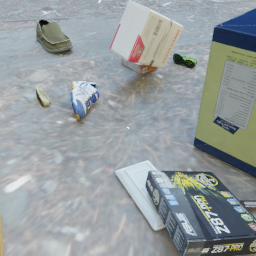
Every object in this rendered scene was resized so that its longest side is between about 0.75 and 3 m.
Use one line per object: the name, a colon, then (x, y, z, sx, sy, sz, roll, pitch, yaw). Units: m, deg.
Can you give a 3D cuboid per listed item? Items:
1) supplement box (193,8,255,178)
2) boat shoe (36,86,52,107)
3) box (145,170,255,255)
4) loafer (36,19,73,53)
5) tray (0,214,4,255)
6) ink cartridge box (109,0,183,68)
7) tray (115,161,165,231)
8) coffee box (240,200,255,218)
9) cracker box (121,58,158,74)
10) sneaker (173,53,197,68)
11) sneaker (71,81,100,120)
supplement box: (3.115, -0.524, 5.520, 2.797, 2.794, 1.878, 29, 45, 33)
boat shoe: (-2.505, -0.935, 8.220, 0.276, 0.322, 0.880, -15, 49, -26)
box: (1.180, 1.313, 4.599, 1.372, 0.418, 1.702, 2, 24, -16)
loafer: (-3.191, -3.863, 11.617, 1.002, 0.928, 2.664, -26, 44, -30)
tray: (-2.314, 1.973, 4.304, 0.711, 0.267, 1.442, -14, 40, -18)
ink cartridge box: (0.614, -2.760, 8.547, 0.867, 1.488, 2.056, 38, 25, 28)
tray: (0.459, 1.169, 5.393, 0.855, 0.176, 1.591, -15, 39, -24)
coffee box: (2.391, 1.541, 4.804, 0.876, 0.349, 0.501, 1, 36, 1)
cracker box: (0.403, -2.383, 10.111, 0.805, 0.347, 1.202, -24, 44, -29)
sneaker: (2.082, -2.481, 10.296, 0.968, 0.378, 0.412, 32, 39, 23)
sneaker: (-1.177, -0.872, 7.816, 0.768, 0.656, 1.742, -5, 37, -6)
